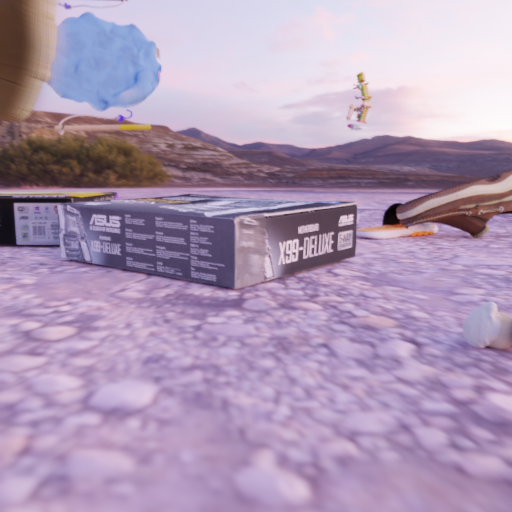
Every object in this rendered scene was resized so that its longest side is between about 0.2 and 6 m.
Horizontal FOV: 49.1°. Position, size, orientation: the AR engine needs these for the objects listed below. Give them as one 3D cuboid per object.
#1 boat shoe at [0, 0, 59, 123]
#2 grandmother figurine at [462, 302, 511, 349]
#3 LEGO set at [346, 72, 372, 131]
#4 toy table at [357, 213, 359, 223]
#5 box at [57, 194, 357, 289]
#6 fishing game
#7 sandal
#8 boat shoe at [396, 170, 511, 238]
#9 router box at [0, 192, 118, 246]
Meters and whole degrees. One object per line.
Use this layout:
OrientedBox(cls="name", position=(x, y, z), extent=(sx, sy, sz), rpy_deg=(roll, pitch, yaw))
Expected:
OrientedBox(cls="boat shoe", position=(-2.828, -2.808, 6.874), extent=(0.845, 2.316, 0.729), rpy_deg=(11, 18, 1))
OrientedBox(cls="grandmother figurine", position=(2.419, 0.617, 4.411), extent=(1.498, 0.454, 0.909), rpy_deg=(1, -14, 27))
OrientedBox(cls="LEGO set", position=(2.269, -3.514, 12.712), extent=(0.493, 1.323, 0.609), rpy_deg=(-1, 14, -18))
OrientedBox(cls="toy table", position=(2.215, -0.910, 13.881), extent=(0.421, 0.661, 0.719), rpy_deg=(23, 15, 30))
OrientedBox(cls="box", position=(-0.800, -0.402, 9.080), extent=(3.873, 0.964, 3.054), rpy_deg=(8, 12, 39))
OrientedBox(cls="fishing game", position=(-2.306, -2.867, 8.342), extent=(1.827, 2.551, 0.397), rpy_deg=(-9, -20, -20))
OrientedBox(cls="sandal", position=(3.260, -0.829, 12.735), extent=(2.594, 0.743, 0.994), rpy_deg=(-8, 12, -42))
OrientedBox(cls="boat shoe", position=(4.670, -0.976, 12.116), extent=(3.306, 1.223, 1.221), rpy_deg=(-16, 1, -11))
OrientedBox(cls="router box", position=(-5.208, -0.868, 12.108), extent=(3.750, 0.979, 2.948), rpy_deg=(0, 9, 2))
